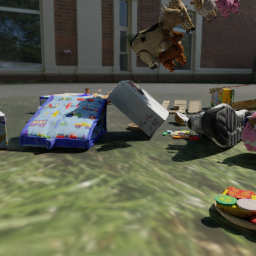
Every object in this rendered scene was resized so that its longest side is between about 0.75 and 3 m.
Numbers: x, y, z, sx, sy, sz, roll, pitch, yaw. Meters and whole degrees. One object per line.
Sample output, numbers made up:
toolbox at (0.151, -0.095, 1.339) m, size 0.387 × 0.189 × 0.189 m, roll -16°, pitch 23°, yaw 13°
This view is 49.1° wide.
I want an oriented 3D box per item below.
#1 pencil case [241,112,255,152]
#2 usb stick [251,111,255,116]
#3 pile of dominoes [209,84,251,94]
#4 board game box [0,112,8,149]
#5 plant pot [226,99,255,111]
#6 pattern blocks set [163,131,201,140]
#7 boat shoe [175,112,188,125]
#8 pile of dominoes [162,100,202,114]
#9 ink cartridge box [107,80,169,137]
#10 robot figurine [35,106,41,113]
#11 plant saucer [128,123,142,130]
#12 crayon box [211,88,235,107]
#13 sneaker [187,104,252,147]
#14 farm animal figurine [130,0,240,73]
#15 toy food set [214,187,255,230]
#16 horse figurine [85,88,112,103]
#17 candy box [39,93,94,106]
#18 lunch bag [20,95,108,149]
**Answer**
pencil case at (3.251, 0.201, 5.199) m, size 0.867 × 0.906 × 2.095 m, roll -43°, pitch 35°, yaw -26°
usb stick at (4.600, -0.127, 7.937) m, size 0.762 × 0.448 × 2.747 m, roll -33°, pitch 21°, yaw -16°
pile of dominoes at (2.461, -0.945, 6.862) m, size 0.904 × 0.144 × 0.705 m, roll -4°, pitch 5°, yaw 10°
board game box at (-3.548, 0.109, 6.148) m, size 1.528 × 0.787 × 0.801 m, roll -7°, pitch 13°, yaw -31°
plant pot at (4.816, -0.875, 11.204) m, size 2.381 × 0.327 × 2.381 m, roll -7°, pitch -3°, yaw 0°
pattern blocks set at (1.479, 0.177, 7.668) m, size 1.015 × 0.082 × 0.892 m, roll 4°, pitch 11°, yaw 19°
boat shoe at (1.852, -0.309, 9.575) m, size 0.332 × 0.339 × 0.956 m, roll -1°, pitch 20°, yaw -9°
pile of dominoes at (2.448, -0.852, 12.856) m, size 1.804 × 0.368 × 2.314 m, roll 3°, pitch 20°, yaw 13°
ink cartridge box at (0.355, -0.630, 8.080) m, size 1.589 × 0.666 × 1.395 m, roll 42°, pitch 18°, yaw 3°
robot figurine at (-2.920, -0.527, 10.118) m, size 0.915 × 0.516 × 0.776 m, roll 0°, pitch -28°, yaw 4°
plant saucer at (0.405, -0.047, 8.732) m, size 0.800 × 0.118 × 0.800 m, roll 0°, pitch 10°, yaw 0°
crayon box at (4.520, -1.407, 13.466) m, size 0.397 × 0.967 × 1.538 m, roll -2°, pitch 11°, yaw -11°
sneaker at (2.039, -0.057, 7.075) m, size 1.490 × 0.968 × 2.580 m, roll 3°, pitch 0°, yaw 39°
farm animal figurine at (1.525, -3.265, 8.458) m, size 2.959 × 1.488 × 2.390 m, roll -47°, pitch 26°, yaw -5°
toy food set at (1.530, 0.937, 3.376) m, size 0.944 × 0.230 × 0.934 m, roll 8°, pitch 13°, yaw 32°
horse figurine at (-1.593, -1.799, 16.237) m, size 2.218 × 0.554 × 1.470 m, roll 11°, pitch 31°, yaw 14°
candy box at (-2.725, -1.165, 12.783) m, size 1.649 × 0.751 × 1.950 m, roll 3°, pitch 10°, yaw 23°
lunch bag at (-1.524, -0.059, 6.995) m, size 1.644 × 1.027 × 2.184 m, roll 4°, pitch 21°, yaw 7°
